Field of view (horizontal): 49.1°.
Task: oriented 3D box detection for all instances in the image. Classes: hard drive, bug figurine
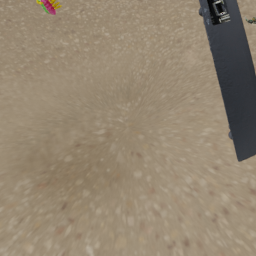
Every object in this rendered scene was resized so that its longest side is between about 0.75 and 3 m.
[{"bbox_3d":[1.608,-0.876,4.317,0.522,2.467,1.664,-13,4,21],"label":"hard drive"},{"bbox_3d":[-1.888,-2.846,5.889,0.336,1.014,1.307,-43,34,-4],"label":"bug figurine"}]

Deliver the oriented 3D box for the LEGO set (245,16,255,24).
[{"bbox_3d":[3.381,-2.747,7.240,0.488,0.213,0.751,-25,42,-17],"label":"LEGO set"}]
